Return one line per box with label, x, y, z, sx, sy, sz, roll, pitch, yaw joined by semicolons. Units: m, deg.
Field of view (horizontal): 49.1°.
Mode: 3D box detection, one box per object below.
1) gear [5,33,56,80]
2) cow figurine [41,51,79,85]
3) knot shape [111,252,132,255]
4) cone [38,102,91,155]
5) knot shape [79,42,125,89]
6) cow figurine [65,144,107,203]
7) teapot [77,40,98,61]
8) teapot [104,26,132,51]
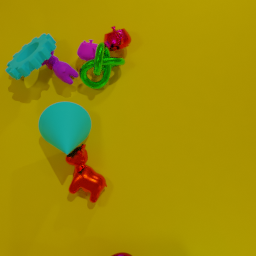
gear;-2.496;-1.852;7.208;1.431;0.265;1.431;-22;42;21
cow figurine;-1.830;-1.607;7.368;0.968;0.984;0.540;40;88;-28
knot shape;-0.359;3.389;6.162;1.442;0.712;1.541;-17;51;-29
cone;-1.413;0.240;6.409;1.282;1.287;1.282;-6;120;-11
knot shape;-0.603;-1.631;7.291;1.170;1.250;0.578;-25;66;-42
cow figurine;-1.014;1.076;6.877;1.220;0.670;1.201;24;85;1
teapot;-1.035;-2.113;7.553;0.675;1.086;0.532;-3;116;-28
teapot;-0.323;-2.426;7.532;0.763;1.228;0.601;-21;111;-9
